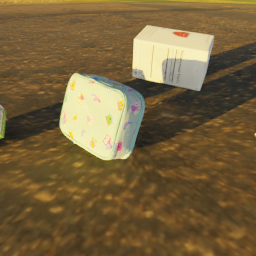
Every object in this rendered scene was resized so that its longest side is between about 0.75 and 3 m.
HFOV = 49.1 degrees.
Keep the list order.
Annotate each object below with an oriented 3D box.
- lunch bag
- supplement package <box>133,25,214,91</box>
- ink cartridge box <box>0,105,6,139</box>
[{"bbox_3d":[-0.649,-0.261,6.204,0.792,1.648,2.055,-3,22,-44],"label":"lunch bag"},{"bbox_3d":[1.416,-2.262,8.893,2.225,1.332,1.349,14,41,15],"label":"supplement package"},{"bbox_3d":[-3.775,-0.645,6.306,0.786,2.074,1.533,-32,34,-3],"label":"ink cartridge box"}]
